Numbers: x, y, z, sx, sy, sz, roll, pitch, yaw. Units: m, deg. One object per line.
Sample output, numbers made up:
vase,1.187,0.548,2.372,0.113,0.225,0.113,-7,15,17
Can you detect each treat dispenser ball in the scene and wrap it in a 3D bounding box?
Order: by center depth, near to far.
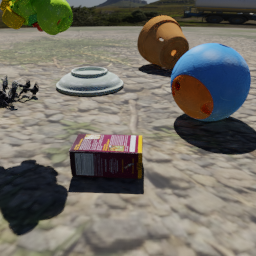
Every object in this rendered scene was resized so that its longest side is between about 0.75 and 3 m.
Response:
treat dispenser ball,2.499,-1.382,8.628,2.363,2.363,2.363,0,24,0

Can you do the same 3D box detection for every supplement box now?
supplement box,-0.438,0.601,6.178,1.521,0.652,0.840,1,24,3

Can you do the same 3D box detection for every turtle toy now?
turtle toy,-2.097,-3.059,6.746,1.238,1.785,2.449,21,26,-41

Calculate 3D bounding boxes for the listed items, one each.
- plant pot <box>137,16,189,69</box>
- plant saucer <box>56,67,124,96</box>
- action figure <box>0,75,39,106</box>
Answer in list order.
plant pot,2.161,-4.658,15.857,2.759,2.759,1.931,-10,42,-22
plant saucer,-1.680,-2.193,12.357,2.975,0.747,2.975,0,24,0
action figure,-4.369,-1.453,10.463,1.128,0.968,1.897,26,32,26
